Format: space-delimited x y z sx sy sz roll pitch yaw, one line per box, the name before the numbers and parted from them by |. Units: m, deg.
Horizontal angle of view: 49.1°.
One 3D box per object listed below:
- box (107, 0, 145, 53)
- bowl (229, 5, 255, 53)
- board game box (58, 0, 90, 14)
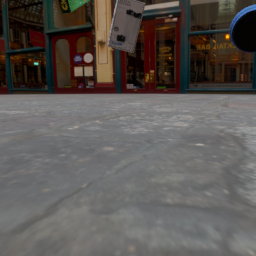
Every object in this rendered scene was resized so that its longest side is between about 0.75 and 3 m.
box | -0.098 -4.045 11.043 1.111 1.905 0.573 13 12 -9
bowl | 3.073 -2.362 6.779 1.161 1.161 0.228 2 41 15
board game box | -0.873 -2.823 5.099 0.220 0.983 1.876 2 35 16
